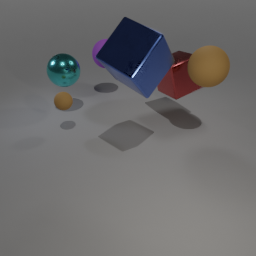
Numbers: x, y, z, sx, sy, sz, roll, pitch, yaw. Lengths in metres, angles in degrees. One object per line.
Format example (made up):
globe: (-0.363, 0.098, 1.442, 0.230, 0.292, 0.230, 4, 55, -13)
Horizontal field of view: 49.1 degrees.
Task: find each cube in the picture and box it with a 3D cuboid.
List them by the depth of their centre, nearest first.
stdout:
cube: (0.242, -1.944, 7.891, 1.400, 1.400, 1.400, 36, 0, 27)
cube: (2.061, -2.223, 11.610, 1.400, 1.400, 1.400, -25, 32, -16)

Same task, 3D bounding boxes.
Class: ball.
ball: (2.754, -2.099, 9.600, 1.400, 1.400, 1.400, 0, 30, 0)
ball: (-2.440, -1.017, 10.571, 0.700, 0.700, 0.700, 0, 30, 0)
ball: (-2.713, -2.428, 11.810, 1.400, 1.400, 1.400, 0, 30, 0)
ball: (-1.047, -3.618, 13.672, 1.400, 1.400, 1.400, 0, 30, 0)
